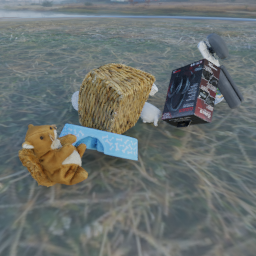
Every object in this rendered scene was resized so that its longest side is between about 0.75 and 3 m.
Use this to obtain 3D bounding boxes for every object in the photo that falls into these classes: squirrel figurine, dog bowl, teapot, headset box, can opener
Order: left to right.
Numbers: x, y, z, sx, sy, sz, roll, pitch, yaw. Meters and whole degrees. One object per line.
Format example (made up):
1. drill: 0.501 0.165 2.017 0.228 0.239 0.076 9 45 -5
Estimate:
1. squirrel figurine: -1.759 0.583 5.967 1.466 1.368 1.038 -27 39 20
2. dog bowl: -0.729 0.333 6.995 2.093 0.519 1.166 11 -4 14
3. teapot: 0.665 -0.447 9.249 0.791 0.586 0.802 33 -2 -6
4. headset box: 1.864 -0.915 8.467 0.751 1.945 1.447 23 -16 -29
5. can opener: 3.194 -1.887 9.259 0.677 2.539 0.849 -37 6 -41

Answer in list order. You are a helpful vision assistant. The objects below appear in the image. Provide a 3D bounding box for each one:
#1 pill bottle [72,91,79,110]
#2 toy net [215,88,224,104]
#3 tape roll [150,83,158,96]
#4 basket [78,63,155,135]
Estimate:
1. pill bottle: -1.365 -1.016 10.131 0.695 0.695 1.252 17 18 30
2. toy net: 3.420 -1.264 10.850 0.739 0.272 1.409 -23 14 37
3. tape roll: 0.783 -1.727 11.225 0.918 0.321 0.918 40 19 -17
4. basket: -0.442 -0.848 8.062 1.460 2.046 1.524 39 46 18
